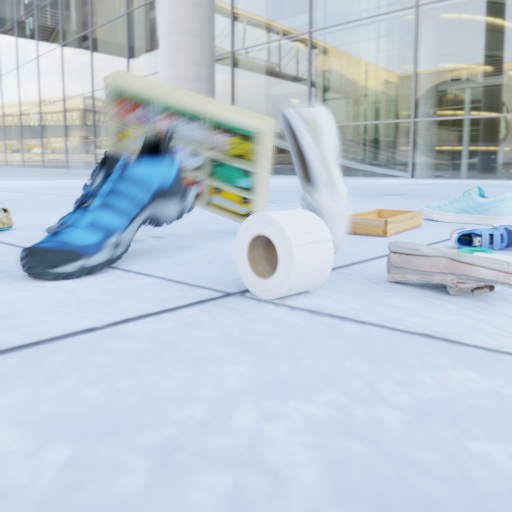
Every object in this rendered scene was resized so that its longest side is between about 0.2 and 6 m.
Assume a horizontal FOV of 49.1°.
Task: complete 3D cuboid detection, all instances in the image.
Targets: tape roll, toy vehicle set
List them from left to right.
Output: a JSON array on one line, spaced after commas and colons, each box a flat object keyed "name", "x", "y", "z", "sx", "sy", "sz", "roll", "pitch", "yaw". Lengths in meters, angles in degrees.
[{"name": "toy vehicle set", "x": -1.564, "y": -2.381, "z": 12.494, "sx": 4.052, "sy": 2.518, "sz": 0.537, "roll": 22, "pitch": 44, "yaw": 20}, {"name": "tape roll", "x": 0.345, "y": -0.034, "z": 7.199, "sx": 0.755, "sy": 1.100, "sz": 1.100, "roll": -9, "pitch": 13, "yaw": -42}]

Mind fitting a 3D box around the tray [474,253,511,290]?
[{"name": "tray", "x": 3.428, "y": 0.226, "z": 8.252, "sx": 1.068, "sy": 0.220, "sz": 1.988, "roll": 7, "pitch": 12, "yaw": 41}]

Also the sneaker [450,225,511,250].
[{"name": "sneaker", "x": 4.388, "y": -0.313, "z": 10.708, "sx": 1.331, "sy": 0.492, "sz": 0.548, "roll": -2, "pitch": 12, "yaw": 24}]

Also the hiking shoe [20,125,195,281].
[{"name": "hiking shoe", "x": -2.483, "y": -0.890, "z": 9.151, "sx": 1.331, "sy": 1.551, "sz": 3.578, "roll": 4, "pitch": 30, "yaw": 31}]

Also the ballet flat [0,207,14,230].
[{"name": "ballet flat", "x": -6.274, "y": -0.818, "z": 13.004, "sx": 0.700, "sy": 0.700, "sz": 1.980, "roll": 0, "pitch": 10, "yaw": 2}]

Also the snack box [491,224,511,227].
[{"name": "snack box", "x": 5.764, "y": -0.205, "z": 10.162, "sx": 1.190, "sy": 0.402, "sz": 3.311, "roll": -2, "pitch": 10, "yaw": -12}]

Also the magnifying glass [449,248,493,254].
[{"name": "magnifying glass", "x": 3.690, "y": -0.043, "z": 10.062, "sx": 1.282, "sy": 0.144, "sz": 0.510, "roll": -5, "pitch": 11, "yaw": -21}]

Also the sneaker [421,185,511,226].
[{"name": "sneaker", "x": 5.817, "y": -1.438, "z": 15.395, "sx": 2.574, "sy": 1.055, "sz": 0.951, "roll": 8, "pitch": 12, "yaw": 39}]

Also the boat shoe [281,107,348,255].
[{"name": "boat shoe", "x": 0.830, "y": -1.096, "z": 8.135, "sx": 0.720, "sy": 2.246, "sz": 0.828, "roll": -3, "pitch": -10, "yaw": -12}]

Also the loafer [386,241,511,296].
[{"name": "loafer", "x": 2.552, "y": 0.237, "z": 7.335, "sx": 0.706, "sy": 0.618, "sz": 1.965, "roll": 3, "pitch": 9, "yaw": -39}]

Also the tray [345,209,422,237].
[{"name": "tray", "x": 3.078, "y": -0.832, "z": 13.719, "sx": 1.220, "sy": 0.458, "sz": 2.474, "roll": 7, "pitch": 13, "yaw": 33}]
